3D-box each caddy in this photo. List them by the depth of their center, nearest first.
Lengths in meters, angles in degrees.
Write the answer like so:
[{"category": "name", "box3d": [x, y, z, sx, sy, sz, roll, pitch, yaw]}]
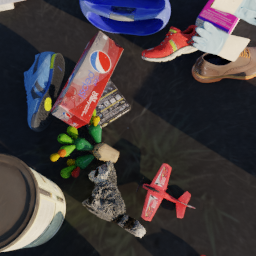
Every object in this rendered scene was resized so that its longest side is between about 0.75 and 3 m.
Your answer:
[{"category": "caddy", "box3d": [-0.065, -4.120, 9.230, 2.990, 2.113, 1.569, 8, 64, 8]}]

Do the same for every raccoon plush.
[{"category": "raccoon plush", "box3d": [-0.258, 1.899, 7.792, 2.087, 1.010, 1.398, 35, 62, -7]}]

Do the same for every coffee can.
[{"category": "coffee can", "box3d": [-2.727, 1.884, 6.682, 1.965, 2.685, 1.965, 0, 70, 0]}]

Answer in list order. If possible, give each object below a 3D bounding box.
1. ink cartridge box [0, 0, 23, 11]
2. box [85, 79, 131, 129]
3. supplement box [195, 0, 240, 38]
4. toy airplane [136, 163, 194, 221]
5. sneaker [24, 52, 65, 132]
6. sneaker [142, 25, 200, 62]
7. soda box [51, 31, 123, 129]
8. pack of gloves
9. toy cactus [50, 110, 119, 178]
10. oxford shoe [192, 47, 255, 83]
[{"category": "ink cartridge box", "box3d": [-4.461, -5.129, 10.565, 1.217, 0.305, 1.403, -14, 70, -6]}, {"category": "box", "box3d": [-0.853, -0.682, 8.881, 1.495, 0.367, 1.205, -34, 75, -11]}, {"category": "supplement box", "box3d": [3.278, -3.938, 9.652, 1.192, 1.167, 2.306, 32, 73, 11]}, {"category": "toy airplane", "box3d": [1.071, 1.903, 7.947, 1.721, 0.317, 1.721, 0, 68, -1]}, {"category": "sneaker", "box3d": [-2.811, -1.175, 8.843, 1.081, 0.908, 2.756, 3, 69, 12]}, {"category": "sneaker", "box3d": [1.079, -2.216, 7.211, 1.703, 0.723, 0.656, -23, 35, -13]}, {"category": "soda box", "box3d": [-1.007, -1.230, 7.125, 0.839, 0.760, 2.397, 33, 65, -23]}, {"category": "pack of gloves", "box3d": [2.547, -2.701, 7.123, 2.035, 1.710, 0.402, 4, 39, -37]}, {"category": "toy cactus", "box3d": [-1.120, 0.493, 8.079, 1.819, 1.127, 2.204, 21, 76, -10]}, {"category": "oxford shoe", "box3d": [3.592, -2.201, 9.071, 2.891, 1.054, 1.031, -15, 70, -5]}]
